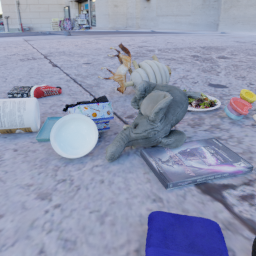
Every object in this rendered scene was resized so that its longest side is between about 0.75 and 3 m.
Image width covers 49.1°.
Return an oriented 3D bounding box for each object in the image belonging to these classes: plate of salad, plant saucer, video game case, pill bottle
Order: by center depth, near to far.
[{"bbox_3d":[1.878,0.919,8.013,2.600,0.247,1.858,-7,25,-17],"label":"video game case"},{"bbox_3d":[-4.226,-0.407,9.757,2.116,1.210,1.210,-4,25,-10],"label":"pill bottle"},{"bbox_3d":[-2.765,0.016,10.092,0.667,0.181,1.908,-1,23,-2],"label":"plant saucer"},{"bbox_3d":[2.964,-1.301,12.539,2.335,0.561,2.335,1,24,0],"label":"plate of salad"}]

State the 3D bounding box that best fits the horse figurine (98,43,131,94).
[{"bbox_3d":[-0.434,-2.885,13.284,1.482,2.236,0.558,23,7,-9],"label":"horse figurine"}]

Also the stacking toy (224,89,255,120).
[{"bbox_3d":[4.846,-0.620,11.308,1.867,0.789,1.690,-27,61,-40],"label":"stacking toy"}]

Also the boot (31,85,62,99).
[{"bbox_3d":[-3.892,-1.757,13.590,1.136,0.570,1.575,7,22,13],"label":"boot"}]

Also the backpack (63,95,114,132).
[{"bbox_3d":[-1.220,-0.440,9.502,1.648,1.269,1.569,-14,-2,-21],"label":"backpack"}]

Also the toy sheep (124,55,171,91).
[{"bbox_3d":[0.975,-2.463,13.644,2.735,1.886,1.886,-22,31,-21],"label":"toy sheep"}]

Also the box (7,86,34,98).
[{"bbox_3d":[-5.343,-1.814,14.020,0.981,0.267,1.225,-2,24,-4],"label":"box"}]

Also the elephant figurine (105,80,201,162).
[{"bbox_3d":[0.856,-0.136,8.704,2.060,2.259,2.912,28,33,-7],"label":"elephant figurine"}]

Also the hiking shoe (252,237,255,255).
[{"bbox_3d":[2.597,2.376,4.584,0.692,0.521,1.375,5,31,-14],"label":"hiking shoe"}]

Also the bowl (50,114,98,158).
[{"bbox_3d":[-1.586,0.324,8.509,1.404,0.631,1.404,0,68,-1],"label":"bowl"}]

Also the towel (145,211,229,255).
[{"bbox_3d":[0.984,2.298,4.735,1.481,0.497,2.006,9,25,4],"label":"towel"}]
